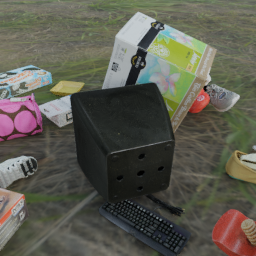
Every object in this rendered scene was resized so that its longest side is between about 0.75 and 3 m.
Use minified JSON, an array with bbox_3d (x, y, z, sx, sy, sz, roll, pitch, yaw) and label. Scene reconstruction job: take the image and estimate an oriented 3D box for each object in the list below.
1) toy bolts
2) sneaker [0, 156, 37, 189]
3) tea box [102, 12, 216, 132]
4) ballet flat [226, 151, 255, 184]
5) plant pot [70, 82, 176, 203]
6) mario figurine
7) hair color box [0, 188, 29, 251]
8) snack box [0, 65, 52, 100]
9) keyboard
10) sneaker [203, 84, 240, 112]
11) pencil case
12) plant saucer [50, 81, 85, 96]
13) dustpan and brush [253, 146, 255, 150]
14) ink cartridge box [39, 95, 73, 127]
[{"bbox_3d":[1.488,2.444,3.751,2.406,1.668,2.298,-38,7,-32],"label":"toy bolts"},{"bbox_3d":[-2.858,1.040,6.444,1.451,0.545,0.588,-21,26,-36],"label":"sneaker"},{"bbox_3d":[0.693,-1.294,7.473,2.311,2.349,1.569,25,47,3],"label":"tea box"},{"bbox_3d":[3.342,1.016,6.222,2.207,0.696,0.757,11,35,17],"label":"ballet flat"},{"bbox_3d":[-0.013,0.401,6.068,2.015,2.010,1.787,-10,37,-16],"label":"plant pot"},{"bbox_3d":[1.832,-1.373,9.304,1.164,1.356,2.196,0,31,-31],"label":"mario figurine"},{"bbox_3d":[-3.130,1.609,5.301,2.076,0.664,1.152,11,33,15],"label":"hair color box"},{"bbox_3d":[-4.500,-1.782,10.962,1.508,0.481,2.595,25,40,35],"label":"snack box"},{"bbox_3d":[0.418,1.721,5.582,1.810,0.186,1.150,22,38,30],"label":"keyboard"},{"bbox_3d":[2.846,-1.049,9.143,0.689,0.756,1.844,-51,20,-1],"label":"sneaker"},{"bbox_3d":[-3.735,-0.231,7.714,2.555,1.197,1.159,-14,58,-17],"label":"pencil case"},{"bbox_3d":[-2.283,-1.470,10.689,1.013,0.245,1.013,8,33,12],"label":"plant saucer"},{"bbox_3d":[4.678,0.526,7.161,2.696,0.771,1.881,13,23,8],"label":"dustpan and brush"},{"bbox_3d":[-2.035,-0.543,8.914,1.494,0.507,0.867,-26,41,-36],"label":"ink cartridge box"}]
